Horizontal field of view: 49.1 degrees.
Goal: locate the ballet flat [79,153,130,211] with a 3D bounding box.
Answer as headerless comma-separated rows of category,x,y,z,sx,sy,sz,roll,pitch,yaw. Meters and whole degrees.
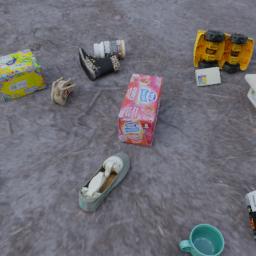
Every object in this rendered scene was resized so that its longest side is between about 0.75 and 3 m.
ballet flat,-0.697,1.593,9.389,0.891,0.842,2.643,22,49,21

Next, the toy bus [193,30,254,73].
toy bus,4.770,-4.190,14.647,2.731,1.853,2.622,6,30,3

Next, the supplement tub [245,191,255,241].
supplement tub,4.050,2.678,7.932,1.058,1.058,1.727,-2,62,-2

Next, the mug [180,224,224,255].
mug,2.073,3.239,7.884,1.098,0.679,0.902,18,49,18

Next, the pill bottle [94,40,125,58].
pill bottle,-0.987,-4.175,15.013,1.616,0.941,0.941,-6,46,-4

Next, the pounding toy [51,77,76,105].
pounding toy,-2.776,-1.571,12.513,1.010,1.007,1.760,10,27,10

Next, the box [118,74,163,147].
box,0.549,-0.791,11.336,1.347,1.407,2.822,9,46,8

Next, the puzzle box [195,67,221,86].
puzzle box,3.855,-2.480,13.517,1.188,0.790,0.151,-9,4,-9

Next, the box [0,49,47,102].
box,-5.195,-2.530,13.172,2.010,1.226,1.936,-23,49,-20

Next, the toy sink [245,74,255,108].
toy sink,6.113,-1.456,12.141,2.143,1.201,1.397,-3,45,-11

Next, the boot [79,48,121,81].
boot,-1.514,-3.433,14.348,1.686,0.819,2.239,-18,52,-16
